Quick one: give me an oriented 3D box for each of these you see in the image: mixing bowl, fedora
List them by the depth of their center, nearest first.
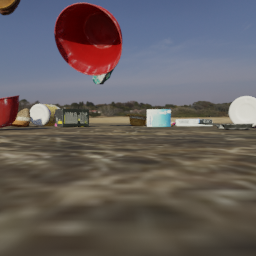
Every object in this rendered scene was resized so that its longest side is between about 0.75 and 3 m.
[{"bbox_3d":[-3.974,-0.432,8.380,1.595,0.864,1.595,-10,10,2],"label":"mixing bowl"},{"bbox_3d":[-1.206,-3.296,10.007,2.491,2.491,1.349,0,35,18],"label":"mixing bowl"},{"bbox_3d":[0.561,-0.431,16.044,1.531,0.625,1.531,6,-3,0],"label":"fedora"}]

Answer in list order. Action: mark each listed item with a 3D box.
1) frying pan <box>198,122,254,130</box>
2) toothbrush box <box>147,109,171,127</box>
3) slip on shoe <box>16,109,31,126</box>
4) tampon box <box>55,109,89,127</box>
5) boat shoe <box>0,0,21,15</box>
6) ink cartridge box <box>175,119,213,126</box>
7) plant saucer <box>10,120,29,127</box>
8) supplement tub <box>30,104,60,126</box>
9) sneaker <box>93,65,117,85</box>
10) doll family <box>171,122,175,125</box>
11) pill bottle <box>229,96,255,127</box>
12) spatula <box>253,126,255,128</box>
[{"bbox_3d":[3.146,-0.066,8.839,1.626,0.265,0.984,-2,1,-7],"label":"frying pan"},{"bbox_3d":[1.485,-0.475,13.475,1.149,0.841,0.490,-1,1,7],"label":"toothbrush box"},{"bbox_3d":[-5.114,-0.471,13.592,0.752,0.599,1.978,6,-11,-25],"label":"slip on shoe"},{"bbox_3d":[-2.594,-0.465,12.993,1.319,0.833,0.989,-1,2,-33],"label":"tampon box"},{"bbox_3d":[-3.241,-3.675,7.778,0.643,1.826,0.642,-1,-33,-4],"label":"boat shoe"},{"bbox_3d":[3.450,-0.286,14.949,1.833,0.402,1.850,-1,0,8],"label":"ink cartridge box"},{"bbox_3d":[-5.113,-0.205,12.827,1.066,0.200,1.066,1,-9,0],"label":"plant saucer"},{"bbox_3d":[-4.273,-0.668,14.766,1.154,1.154,1.587,0,2,18],"label":"supplement tub"},{"bbox_3d":[-1.065,-2.915,14.212,0.684,1.762,0.804,44,7,15],"label":"sneaker"},{"bbox_3d":[3.012,-0.278,17.020,0.867,0.390,0.538,-18,9,0],"label":"doll family"},{"bbox_3d":[4.972,-0.641,11.699,1.259,1.259,2.206,1,2,25],"label":"pill bottle"},{"bbox_3d":[5.789,-0.109,10.984,0.584,0.212,2.066,-10,5,-14],"label":"spatula"}]
